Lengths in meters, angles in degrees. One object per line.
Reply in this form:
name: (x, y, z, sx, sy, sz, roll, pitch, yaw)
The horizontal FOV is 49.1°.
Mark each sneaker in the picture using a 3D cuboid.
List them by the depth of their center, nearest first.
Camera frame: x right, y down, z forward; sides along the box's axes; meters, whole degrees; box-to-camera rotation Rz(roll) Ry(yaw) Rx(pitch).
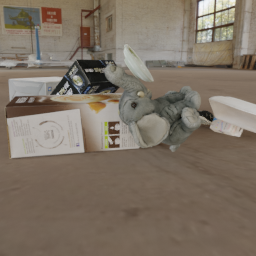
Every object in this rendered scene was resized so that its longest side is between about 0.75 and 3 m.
sneaker: (2.212, -0.297, 8.643, 1.132, 0.449, 0.418, 14, 47, -7)

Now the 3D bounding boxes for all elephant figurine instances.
elephant figurine: (0.371, -0.309, 5.712, 1.948, 1.511, 1.378, 1, -9, -17)

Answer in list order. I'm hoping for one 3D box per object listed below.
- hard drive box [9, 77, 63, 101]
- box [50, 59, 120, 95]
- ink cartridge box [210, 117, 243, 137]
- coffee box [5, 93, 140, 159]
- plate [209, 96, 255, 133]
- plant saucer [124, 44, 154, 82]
hard drive box: (-3.575, -1.739, 12.955, 2.223, 1.095, 2.852, 10, 16, 28)
box: (-1.375, -1.214, 9.097, 2.049, 0.883, 1.678, -41, -16, 36)
ink cartridge box: (2.778, -0.090, 7.821, 0.287, 0.488, 0.847, 31, -8, -36)
coffee box: (-1.321, -0.165, 6.921, 2.922, 1.165, 1.671, -4, 15, -14)
plate: (2.835, -0.249, 6.460, 1.788, 0.289, 1.784, 23, -3, 25)
plant saucer: (0.219, -1.703, 7.669, 0.315, 1.255, 1.255, -35, 7, 15)
